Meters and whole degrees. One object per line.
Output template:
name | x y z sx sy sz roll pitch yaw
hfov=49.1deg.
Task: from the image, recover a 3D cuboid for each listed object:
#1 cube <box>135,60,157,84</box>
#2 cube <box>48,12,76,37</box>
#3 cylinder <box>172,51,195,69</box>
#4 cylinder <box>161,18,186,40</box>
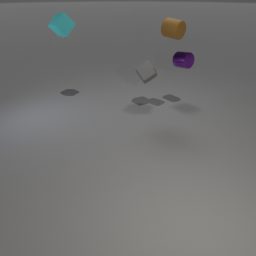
cube | 0.831 -2.504 12.588 0.700 0.700 0.700 -34 -6 4
cube | -2.798 -4.359 11.842 0.700 0.700 0.700 20 77 47
cylinder | 2.459 -3.017 12.424 0.700 0.700 0.700 -19 27 -32
cylinder | 1.730 -3.769 10.633 0.700 0.700 0.700 28 38 34
